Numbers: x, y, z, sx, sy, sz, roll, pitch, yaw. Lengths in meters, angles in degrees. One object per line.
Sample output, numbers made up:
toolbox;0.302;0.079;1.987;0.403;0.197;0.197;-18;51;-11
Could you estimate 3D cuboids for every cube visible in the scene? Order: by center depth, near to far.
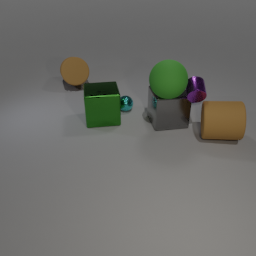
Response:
cube;1.635;-0.869;11.363;1.400;1.400;1.400;-5;31;-9
cube;-1.073;-0.985;11.551;1.400;1.400;1.400;-5;32;-7

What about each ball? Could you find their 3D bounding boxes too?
ball;1.460;-1.755;10.114;1.400;1.400;1.400;0;31;0
ball;-0.111;-1.094;12.436;0.700;0.700;0.700;0;31;0

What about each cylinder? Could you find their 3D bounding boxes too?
cylinder;3.438;-0.281;10.251;1.400;1.400;1.400;1;31;10
cylinder;2.482;-1.404;10.257;0.700;0.700;0.700;1;56;1
cylinder;-2.786;-2.970;14.523;1.400;1.400;1.400;-8;16;-13
